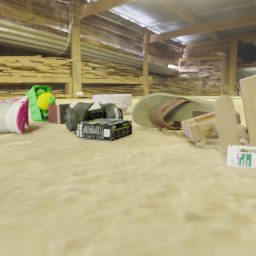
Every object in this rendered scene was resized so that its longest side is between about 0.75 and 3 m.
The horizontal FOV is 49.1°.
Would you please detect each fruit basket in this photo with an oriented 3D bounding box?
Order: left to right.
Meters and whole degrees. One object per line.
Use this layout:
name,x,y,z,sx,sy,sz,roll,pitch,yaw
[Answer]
fruit basket,-3.404,-1.061,11.627,1.603,1.603,1.156,3,8,24

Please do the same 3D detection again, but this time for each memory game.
memory game,2.334,0.020,8.550,2.890,0.184,2.890,0,8,0

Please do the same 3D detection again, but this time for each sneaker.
sneaker,-3.792,-0.471,8.825,1.188,1.095,2.692,0,7,-13
sneaker,-0.899,-0.399,8.819,1.294,0.950,2.860,-1,5,17

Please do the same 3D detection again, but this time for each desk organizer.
desk organizer,-2.094,-0.632,11.396,0.828,0.771,2.151,4,8,43

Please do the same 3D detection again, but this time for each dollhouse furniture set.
dollhouse furniture set,1.957,-0.455,5.887,1.568,1.343,1.648,-17,20,2

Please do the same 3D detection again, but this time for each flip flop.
flip flop,1.341,-0.360,7.857,2.675,1.085,0.770,9,20,21

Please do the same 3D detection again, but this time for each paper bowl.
paper bowl,-0.810,-1.229,14.720,2.040,1.061,2.040,0,7,0

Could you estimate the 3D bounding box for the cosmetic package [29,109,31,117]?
cosmetic package,-4.794,-0.732,13.493,0.956,0.405,0.514,3,6,31

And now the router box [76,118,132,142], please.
router box,-0.609,0.022,7.602,1.032,0.428,1.377,3,8,23

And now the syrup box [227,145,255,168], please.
syrup box,2.036,0.478,4.579,0.778,0.306,0.317,3,8,21
